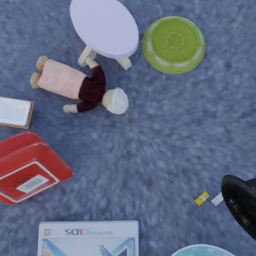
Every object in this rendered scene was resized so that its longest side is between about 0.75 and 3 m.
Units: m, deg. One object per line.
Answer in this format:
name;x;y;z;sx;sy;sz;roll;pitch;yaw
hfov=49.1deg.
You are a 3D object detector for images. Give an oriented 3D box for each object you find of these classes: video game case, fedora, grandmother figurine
video game case;-1.022;3.917;7.200;2.639;0.319;2.895;-1;78;0
fedora;1.967;1.111;4.017;0.602;1.319;1.319;-28;79;-12
grandmother figurine;-1.285;-1.197;8.110;2.820;0.854;1.710;24;103;2

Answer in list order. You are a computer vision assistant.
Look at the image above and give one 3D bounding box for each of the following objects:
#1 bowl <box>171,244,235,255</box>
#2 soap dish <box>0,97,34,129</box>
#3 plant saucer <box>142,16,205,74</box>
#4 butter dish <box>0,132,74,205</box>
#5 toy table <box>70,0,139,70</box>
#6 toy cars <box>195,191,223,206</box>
bowl;1.818;4.073;6.434;2.319;1.213;2.319;-1;39;1
soap dish;-3.280;-0.421;8.092;1.036;0.421;0.815;9;78;1
plant saucer;1.434;-2.637;8.634;1.984;0.308;1.984;0;77;0
butter dish;-2.772;0.823;7.279;2.029;2.024;1.500;-26;54;-2
toy table;-0.662;-2.693;8.121;2.088;1.330;2.272;-30;79;-6
toy cars;2.281;1.935;7.698;0.885;0.196;0.397;-1;78;0
